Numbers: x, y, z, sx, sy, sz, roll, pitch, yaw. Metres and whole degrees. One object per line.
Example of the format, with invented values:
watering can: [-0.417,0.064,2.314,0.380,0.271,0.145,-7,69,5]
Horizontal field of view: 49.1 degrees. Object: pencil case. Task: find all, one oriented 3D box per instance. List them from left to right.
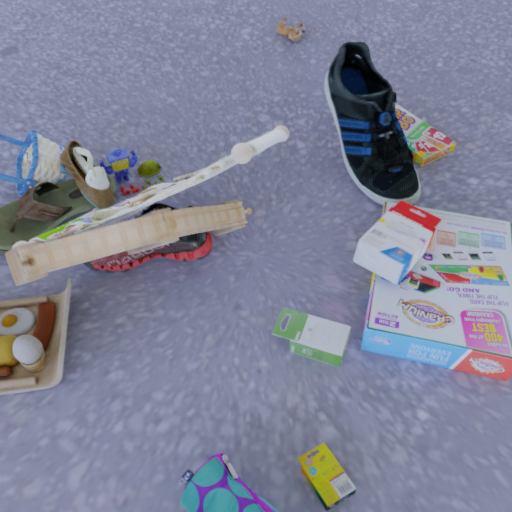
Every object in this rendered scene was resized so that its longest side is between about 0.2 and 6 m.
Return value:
pencil case: [-0.070,3.229,6.795,1.851,0.788,0.855,32,97,25]

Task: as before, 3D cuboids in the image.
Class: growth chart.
growth chart: [-1.527,-1.148,9.474,4.348,0.386,3.146,-22,12,13]

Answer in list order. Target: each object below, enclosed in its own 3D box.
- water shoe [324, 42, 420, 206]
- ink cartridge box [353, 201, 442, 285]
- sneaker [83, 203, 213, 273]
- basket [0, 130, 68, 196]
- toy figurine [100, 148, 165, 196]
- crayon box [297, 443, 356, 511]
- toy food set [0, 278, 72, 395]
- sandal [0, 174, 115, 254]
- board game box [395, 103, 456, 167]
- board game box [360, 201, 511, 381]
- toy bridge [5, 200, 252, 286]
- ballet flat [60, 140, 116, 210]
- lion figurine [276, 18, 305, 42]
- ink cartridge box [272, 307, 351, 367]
water shoe: [2.258,-2.602,11.132,1.253,1.383,3.506,-21,73,-7]
ink cartridge box: [2.370,-0.263,9.313,0.853,0.494,1.468,31,49,24]
sneaker: [-1.984,-0.371,9.865,2.386,1.166,0.843,-8,51,-6]
basket: [-4.587,-1.830,11.065,1.544,1.074,1.362,19,36,-35]
toy figurine: [-2.630,-1.817,11.375,1.443,0.864,0.761,-19,51,-16]
crayon box: [0.930,2.941,7.491,0.471,0.188,0.742,-23,52,-19]
toy food set: [-4.167,1.212,8.675,2.519,0.761,1.808,-6,48,-6]
sandal: [-3.946,-1.017,10.569,2.715,0.775,1.078,-36,70,-27]
board game box: [3.343,-2.843,12.717,1.044,0.328,2.185,-26,50,-23]
board game box: [3.118,0.440,9.477,2.312,0.609,3.021,11,49,10]
toy bridge: [-1.657,-0.362,8.775,4.023,1.352,0.547,-16,92,-36]
ballet flat: [-3.198,-1.606,10.742,0.578,0.617,1.706,-16,58,-41]
lion figurine: [0.911,-6.393,15.921,0.717,0.424,1.170,-41,45,-22]
ink cartridge box: [0.871,1.280,8.900,1.152,0.342,0.598,15,49,13]
